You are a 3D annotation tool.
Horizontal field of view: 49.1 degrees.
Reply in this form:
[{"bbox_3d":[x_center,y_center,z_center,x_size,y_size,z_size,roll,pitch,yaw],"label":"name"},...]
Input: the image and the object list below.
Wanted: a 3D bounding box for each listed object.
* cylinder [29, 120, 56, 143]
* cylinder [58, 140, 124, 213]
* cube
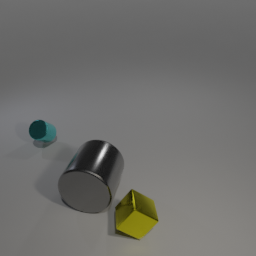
[{"bbox_3d":[-2.944,0.116,9.692,0.700,0.700,0.700,7,-8,12],"label":"cylinder"},{"bbox_3d":[-0.926,1.246,7.416,1.400,1.400,1.400,6,30,11],"label":"cylinder"},{"bbox_3d":[0.187,2.006,6.528,0.700,0.700,0.700,32,20,-20],"label":"cube"}]
